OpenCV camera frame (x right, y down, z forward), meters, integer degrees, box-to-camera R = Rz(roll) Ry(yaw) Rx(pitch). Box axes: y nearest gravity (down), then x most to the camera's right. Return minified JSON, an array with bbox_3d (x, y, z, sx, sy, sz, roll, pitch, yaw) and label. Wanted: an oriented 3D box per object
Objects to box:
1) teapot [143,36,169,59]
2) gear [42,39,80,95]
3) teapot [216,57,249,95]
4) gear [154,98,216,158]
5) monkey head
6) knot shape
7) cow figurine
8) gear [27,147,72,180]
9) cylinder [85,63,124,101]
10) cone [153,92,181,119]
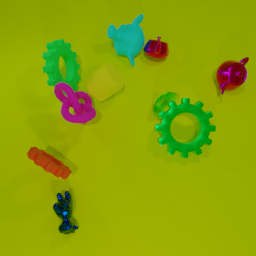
[{"bbox_3d":[1.025,-2.837,9.829,0.915,0.720,1.471,11,18,-1],"label":"teapot"},{"bbox_3d":[-2.072,-1.913,8.912,0.314,1.698,1.698,-2,58,20],"label":"gear"},{"bbox_3d":[3.421,-1.703,9.189,1.002,0.789,1.612,40,85,-14],"label":"teapot"},{"bbox_3d":[1.639,-0.002,8.086,1.691,0.313,1.691,0,94,-1],"label":"gear"},{"bbox_3d":[-0.037,-3.154,9.789,1.102,1.316,1.829,11,90,25],"label":"monkey head"},{"bbox_3d":[-1.574,-0.736,8.113,0.696,1.507,1.410,-43,100,13],"label":"knot shape"},{"bbox_3d":[-1.599,2.224,7.235,0.515,0.924,0.939,-14,24,2],"label":"cow figurine"},{"bbox_3d":[-2.031,0.902,7.256,1.197,1.197,0.221,33,86,17],"label":"gear"},{"bbox_3d":[-0.735,-1.421,8.767,0.885,0.885,0.885,-32,57,27],"label":"cylinder"},{"bbox_3d":[1.057,-0.918,9.067,0.949,0.949,0.952,-18,35,-10],"label":"cone"}]
